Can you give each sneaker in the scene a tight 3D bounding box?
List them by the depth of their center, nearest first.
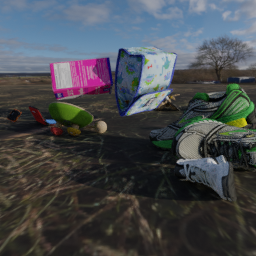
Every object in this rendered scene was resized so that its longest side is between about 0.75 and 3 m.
[{"bbox_3d":[1.272,0.869,4.803,0.954,0.626,1.658,-7,2,12],"label":"sneaker"},{"bbox_3d":[2.196,0.370,5.886,2.581,1.007,1.099,0,12,-3],"label":"sneaker"},{"bbox_3d":[1.755,-0.262,7.247,2.781,1.184,1.085,-24,4,26],"label":"sneaker"}]

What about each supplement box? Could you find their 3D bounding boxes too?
[{"bbox_3d":[-1.701,-1.810,10.356,2.147,1.110,1.087,-7,-11,-8],"label":"supplement box"}]

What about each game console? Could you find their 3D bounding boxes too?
[{"bbox_3d":[-3.182,-0.500,11.010,0.754,1.094,1.270,-36,27,-24],"label":"game console"}]

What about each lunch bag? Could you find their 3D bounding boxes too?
[{"bbox_3d":[0.609,-1.683,10.435,1.537,2.413,2.052,32,33,35],"label":"lunch bag"}]

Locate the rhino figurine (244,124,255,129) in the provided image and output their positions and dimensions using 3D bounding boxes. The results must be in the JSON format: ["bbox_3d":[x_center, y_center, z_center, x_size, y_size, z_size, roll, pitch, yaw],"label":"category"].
[{"bbox_3d":[3.428,-0.034,8.718,0.717,0.490,1.640,-1,11,-45],"label":"rhino figurine"}]

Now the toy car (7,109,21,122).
[{"bbox_3d":[-4.363,-0.366,11.701,1.236,0.606,0.411,14,-37,-14],"label":"toy car"}]

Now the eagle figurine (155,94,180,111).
[{"bbox_3d":[2.113,-1.305,15.016,1.146,1.140,1.510,-39,24,34],"label":"eagle figurine"}]

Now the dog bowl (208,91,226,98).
[{"bbox_3d":[4.640,-1.381,14.718,1.930,0.712,1.930,-10,14,3],"label":"dog bowl"}]

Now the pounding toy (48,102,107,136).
[{"bbox_3d":[-1.785,-0.068,9.125,1.887,0.875,1.456,28,-21,-38],"label":"pounding toy"}]
